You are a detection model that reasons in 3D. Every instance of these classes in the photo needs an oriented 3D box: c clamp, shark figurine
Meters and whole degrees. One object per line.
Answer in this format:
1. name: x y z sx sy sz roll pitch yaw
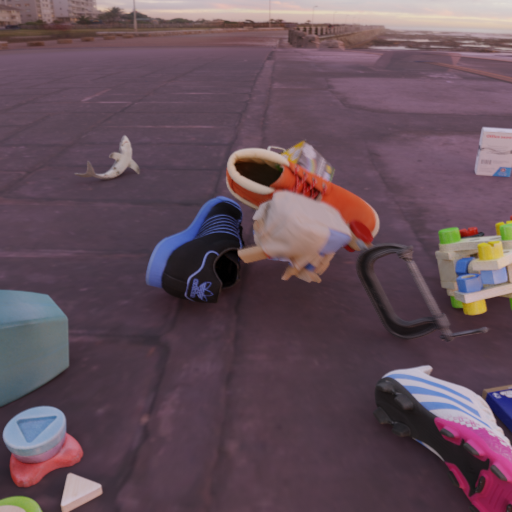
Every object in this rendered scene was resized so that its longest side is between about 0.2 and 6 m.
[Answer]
1. c clamp: 2.380 0.551 8.530 0.251 1.854 1.584 -28 -5 -41
2. shark figurine: -4.221 -2.531 16.266 0.785 1.124 1.881 -8 31 49

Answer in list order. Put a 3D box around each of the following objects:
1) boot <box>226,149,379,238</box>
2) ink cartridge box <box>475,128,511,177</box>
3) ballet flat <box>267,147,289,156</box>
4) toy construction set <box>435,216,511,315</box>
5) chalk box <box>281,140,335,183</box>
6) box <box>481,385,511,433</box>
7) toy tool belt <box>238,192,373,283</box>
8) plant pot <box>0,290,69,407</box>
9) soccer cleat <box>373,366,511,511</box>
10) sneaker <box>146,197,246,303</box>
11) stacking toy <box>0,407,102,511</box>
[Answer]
1. boot: 0.847 -1.057 10.318 3.122 1.171 1.674 21 -5 4
2. ink cartridge box: 6.949 -3.009 16.245 0.941 1.297 0.543 7 27 13
3. ballet flat: 0.341 -2.932 16.793 1.809 0.681 0.613 -16 31 -29
4. toy construction set: 4.732 0.051 9.546 3.784 1.743 2.481 1 1 -15
5. chalk box: 1.237 -1.881 13.346 0.864 1.396 0.868 -23 36 46
6. box: 3.639 2.136 7.042 0.869 0.232 1.434 -6 28 -12
7. toy tool belt: 0.819 -0.199 9.279 2.159 1.327 1.348 14 40 -41
8. plant pot: -3.654 1.256 7.714 1.895 1.339 1.339 -10 27 -37
9. soccer cleat: 2.490 2.051 6.434 1.124 0.909 2.604 -13 29 -26
10. sneaker: -0.732 -0.101 10.688 1.356 1.221 3.482 21 30 10
11. stacking toy: -2.630 2.339 6.095 1.478 0.689 1.632 22 34 37
